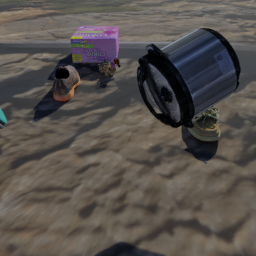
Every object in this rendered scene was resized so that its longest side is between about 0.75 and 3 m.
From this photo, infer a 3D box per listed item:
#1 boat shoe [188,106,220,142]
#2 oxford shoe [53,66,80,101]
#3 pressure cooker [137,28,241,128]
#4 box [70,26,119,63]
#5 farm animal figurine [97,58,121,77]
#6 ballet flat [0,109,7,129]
[{"bbox_3d":[2.282,-0.500,8.742,0.919,0.786,2.507,-1,34,-1],"label":"boat shoe"},{"bbox_3d":[-2.376,-2.019,10.909,0.902,0.922,2.529,-3,34,-4],"label":"oxford shoe"},{"bbox_3d":[1.158,-1.042,6.031,1.923,1.717,1.691,-32,61,-10],"label":"pressure cooker"},{"bbox_3d":[-1.564,-4.228,14.020,2.124,1.167,2.415,1,34,1],"label":"box"},{"bbox_3d":[-0.840,-2.538,12.097,1.088,0.574,1.101,8,40,33],"label":"farm animal figurine"},{"bbox_3d":[-2.980,-0.385,5.309,0.830,2.308,0.830,3,72,-8],"label":"ballet flat"}]
